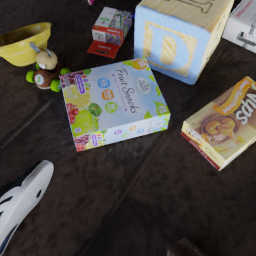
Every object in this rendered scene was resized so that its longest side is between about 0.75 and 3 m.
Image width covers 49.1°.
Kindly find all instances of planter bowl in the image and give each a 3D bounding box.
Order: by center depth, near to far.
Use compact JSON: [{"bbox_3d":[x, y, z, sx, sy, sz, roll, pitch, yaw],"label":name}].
[{"bbox_3d":[-3.500,-2.731,9.508,2.236,0.931,2.236,-12,33,8],"label":"planter bowl"}]

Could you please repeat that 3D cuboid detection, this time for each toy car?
[{"bbox_3d":[-2.668,-2.056,9.008,1.167,1.420,1.120,21,61,12],"label":"toy car"}]

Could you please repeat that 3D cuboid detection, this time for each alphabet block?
[{"bbox_3d":[1.786,-3.340,9.256,2.382,2.369,2.425,27,64,13],"label":"alphabet block"}]

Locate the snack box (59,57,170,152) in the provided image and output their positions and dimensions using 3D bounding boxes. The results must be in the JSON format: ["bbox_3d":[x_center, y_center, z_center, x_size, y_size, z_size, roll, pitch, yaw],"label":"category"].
[{"bbox_3d":[-0.454,-0.801,8.535,2.808,0.950,2.368,-14,60,-10],"label":"snack box"}]

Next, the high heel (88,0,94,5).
[{"bbox_3d":[-1.362,-5.610,11.710,0.654,0.459,1.364,-10,46,6],"label":"high heel"}]

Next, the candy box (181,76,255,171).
[{"bbox_3d":[3.133,-0.207,8.280,2.761,0.763,1.593,-33,65,-18],"label":"candy box"}]

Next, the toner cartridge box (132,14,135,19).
[{"bbox_3d":[1.202,-4.915,10.949,2.146,1.019,0.463,-47,114,-23],"label":"toner cartridge box"}]

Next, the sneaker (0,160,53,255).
[{"bbox_3d":[-3.293,1.765,6.922,1.636,1.069,2.925,25,63,13],"label":"sneaker"}]

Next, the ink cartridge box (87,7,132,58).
[{"bbox_3d":[-0.677,-3.593,10.442,1.137,0.525,2.087,15,59,9],"label":"ink cartridge box"}]

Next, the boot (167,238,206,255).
[{"bbox_3d":[1.486,3.694,5.990,2.125,0.683,1.981,34,52,15],"label":"boot"}]

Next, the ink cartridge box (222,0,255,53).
[{"bbox_3d":[4.891,-3.642,10.237,2.252,0.933,1.653,34,65,18],"label":"ink cartridge box"}]
